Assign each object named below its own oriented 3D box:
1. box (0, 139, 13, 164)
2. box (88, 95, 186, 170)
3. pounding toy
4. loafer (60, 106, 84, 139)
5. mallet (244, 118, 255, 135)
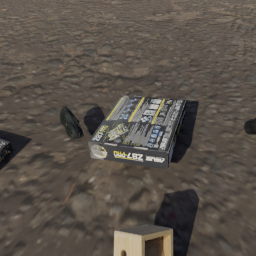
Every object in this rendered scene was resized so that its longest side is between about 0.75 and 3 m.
[{"bbox_3d":[-3.570,0.733,6.416,1.119,0.342,1.413,13,40,17],"label":"box"},{"bbox_3d":[0.334,-0.030,6.982,1.870,0.570,2.320,8,36,17],"label":"box"},{"bbox_3d":[0.050,2.078,4.010,0.601,1.153,1.313,-7,-13,41],"label":"pounding toy"},{"bbox_3d":[-1.411,-0.125,6.982,0.379,0.367,1.080,10,36,-42],"label":"loafer"},{"bbox_3d":[3.938,-0.285,7.410,1.986,0.654,0.409,-20,88,-24],"label":"mallet"}]
